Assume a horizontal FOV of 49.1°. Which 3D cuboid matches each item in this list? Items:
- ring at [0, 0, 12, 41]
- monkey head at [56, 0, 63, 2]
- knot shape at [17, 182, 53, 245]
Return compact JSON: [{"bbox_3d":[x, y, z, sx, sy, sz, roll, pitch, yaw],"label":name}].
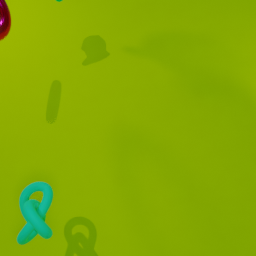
[{"bbox_3d":[-3.191,-2.622,6.271,0.274,1.370,1.370,-5,72,24],"label":"ring"},{"bbox_3d":[-1.931,-3.972,7.243,1.053,1.463,0.882,-15,40,-22],"label":"monkey head"},{"bbox_3d":[-1.921,1.859,5.753,0.595,1.206,1.288,8,29,-26],"label":"knot shape"}]
